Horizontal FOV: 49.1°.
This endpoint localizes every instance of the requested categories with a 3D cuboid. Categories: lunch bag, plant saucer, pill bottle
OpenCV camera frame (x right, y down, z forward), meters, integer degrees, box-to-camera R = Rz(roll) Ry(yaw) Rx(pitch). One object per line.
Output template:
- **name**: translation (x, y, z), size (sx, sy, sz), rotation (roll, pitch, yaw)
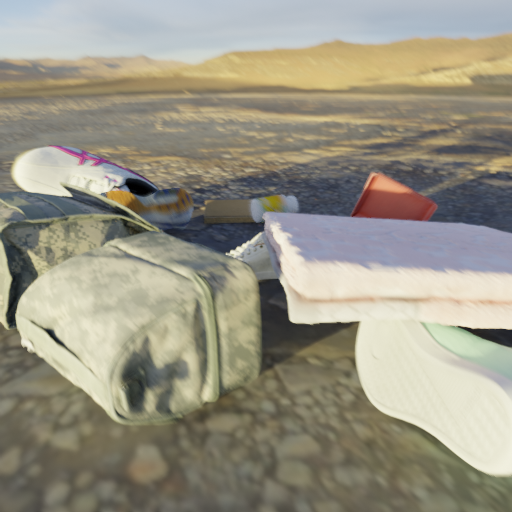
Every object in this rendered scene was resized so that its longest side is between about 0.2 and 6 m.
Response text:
- **lunch bag**: translation (-2.927, -0.200, 8.818), size (2.919, 1.716, 2.394), rotation (-11, 22, -41)
- **plant saucer**: translation (2.615, -0.903, 10.687), size (1.316, 1.318, 0.242), rotation (29, 53, 8)
- **lunch bag**: translation (-1.353, 0.773, 6.267), size (1.938, 1.610, 2.311), rotation (-16, 26, -40)
- **pill bottle**: translation (0.388, -1.008, 11.796), size (0.896, 0.505, 0.505), rotation (-11, 23, -16)

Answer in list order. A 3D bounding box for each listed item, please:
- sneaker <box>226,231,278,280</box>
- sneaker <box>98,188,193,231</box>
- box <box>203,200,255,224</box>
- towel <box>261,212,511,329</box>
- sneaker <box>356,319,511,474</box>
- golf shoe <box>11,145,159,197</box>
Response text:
- **sneaker**: translation (-0.144, -0.017, 9.500), size (2.002, 0.847, 0.729), rotation (-7, 23, -15)
- **sneaker**: translation (-2.423, -0.766, 11.489), size (2.244, 0.989, 0.845), rotation (-2, 55, -10)
- **box**: translation (-0.315, -1.070, 13.197), size (1.808, 0.192, 1.478), rotation (-2, 20, -3)
- **towel**: translation (2.193, 0.091, 7.160), size (4.080, 0.688, 4.271), rotation (3, 12, -3)
- **sneaker**: translation (2.308, 1.314, 5.868), size (1.761, 1.099, 2.985), rotation (8, 10, -18)
- **golf shoe**: translation (-3.494, -1.612, 12.150), size (3.313, 1.203, 1.525), rotation (6, 10, -45)
